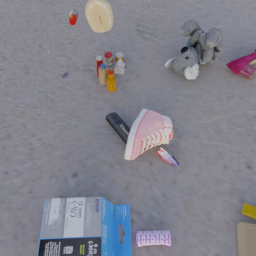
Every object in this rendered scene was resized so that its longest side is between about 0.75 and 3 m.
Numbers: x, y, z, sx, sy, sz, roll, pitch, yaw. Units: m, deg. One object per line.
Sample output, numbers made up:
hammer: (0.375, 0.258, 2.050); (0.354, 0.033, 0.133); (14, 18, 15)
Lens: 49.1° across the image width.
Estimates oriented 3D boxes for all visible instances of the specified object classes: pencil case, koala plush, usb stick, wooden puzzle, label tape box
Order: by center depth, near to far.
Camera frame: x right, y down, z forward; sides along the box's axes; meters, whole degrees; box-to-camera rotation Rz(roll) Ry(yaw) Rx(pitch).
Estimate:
wooden puzzle: (3.855, 3.405, 7.799); (1.624, 0.282, 2.408); (11, 54, 13)
label tape box: (-1.141, 2.882, 7.831); (2.464, 0.815, 1.765); (-3, 53, 0)
pencil case: (0.710, 3.133, 7.892); (1.029, 0.432, 0.440); (-3, 85, 1)
usb stick: (-0.130, 0.141, 10.140); (0.536, 0.315, 1.932); (-19, 55, -33)
koala plush: (2.755, -3.058, 11.917); (2.113, 1.941, 1.873); (-47, 54, -6)

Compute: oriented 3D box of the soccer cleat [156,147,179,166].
soccer cleat: (1.359, 1.033, 9.566); (0.878, 0.299, 0.321); (41, 87, 22)

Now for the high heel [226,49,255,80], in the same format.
high heel: (5.351, -3.271, 12.330); (1.187, 0.832, 2.468); (33, 63, 10)

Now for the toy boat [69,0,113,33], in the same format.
toy boat: (-1.156, -3.490, 8.614); (1.372, 1.153, 0.637); (-7, 50, 2)

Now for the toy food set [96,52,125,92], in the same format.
toy food set: (-0.746, -2.672, 11.823); (1.062, 1.001, 2.224); (11, 54, 8)

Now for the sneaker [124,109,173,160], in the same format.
sneaker: (0.803, 0.253, 9.419); (1.353, 0.974, 2.588); (18, 35, 9)
